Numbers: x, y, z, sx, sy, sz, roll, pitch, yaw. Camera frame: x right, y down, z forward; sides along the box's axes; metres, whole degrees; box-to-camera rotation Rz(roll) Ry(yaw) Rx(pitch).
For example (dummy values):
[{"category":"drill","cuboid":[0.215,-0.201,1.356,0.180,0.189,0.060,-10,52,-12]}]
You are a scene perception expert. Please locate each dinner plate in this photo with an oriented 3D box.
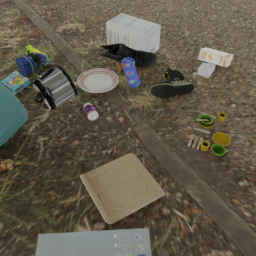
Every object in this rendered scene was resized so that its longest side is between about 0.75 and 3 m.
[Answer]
[{"category":"dinner plate","cuboid":[-1.386,-2.168,13.027,1.913,0.232,1.913,0,46,-1]}]

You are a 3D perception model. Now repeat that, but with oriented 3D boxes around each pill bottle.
[{"category":"pill bottle","cuboid":[-1.534,-0.696,11.433,0.437,0.437,0.777,-19,49,-17]}]

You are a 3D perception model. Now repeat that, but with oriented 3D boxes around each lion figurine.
[{"category":"lion figurine","cuboid":[-4.528,1.368,9.399,1.248,0.452,0.764,-12,13,-3]}]

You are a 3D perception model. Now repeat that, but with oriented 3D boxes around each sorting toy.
[{"category":"sorting toy","cuboid":[-0.196,1.874,9.016,2.134,0.389,1.975,-20,49,-24]}]

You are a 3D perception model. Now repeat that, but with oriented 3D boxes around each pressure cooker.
[{"category":"pressure cooker","cuboid":[-2.783,-1.380,10.314,1.477,1.299,1.319,-36,58,-16]}]

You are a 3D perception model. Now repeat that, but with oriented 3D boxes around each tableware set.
[{"category":"tableware set","cuboid":[3.250,0.115,10.719,1.478,0.337,2.194,19,48,17]}]

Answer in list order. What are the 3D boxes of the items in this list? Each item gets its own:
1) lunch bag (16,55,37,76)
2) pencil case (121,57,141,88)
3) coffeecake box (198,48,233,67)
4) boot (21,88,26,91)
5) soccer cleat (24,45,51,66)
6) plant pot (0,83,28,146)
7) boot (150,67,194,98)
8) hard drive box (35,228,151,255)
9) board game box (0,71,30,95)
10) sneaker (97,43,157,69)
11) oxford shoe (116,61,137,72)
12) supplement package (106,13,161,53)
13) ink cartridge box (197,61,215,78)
[{"category":"lunch bag","cuboid":[-4.915,-3.076,13.583,0.680,0.698,1.028,-30,51,-27]},{"category":"pencil case","cuboid":[0.137,-2.193,11.046,0.538,1.238,0.483,0,41,26]},{"category":"coffeecake box","cuboid":[4.354,-3.522,13.890,1.456,0.532,1.118,23,28,21]},{"category":"boot","cuboid":[-4.999,-1.965,12.813,0.575,0.298,0.881,-15,56,-17]},{"category":"soccer cleat","cuboid":[-4.664,-3.706,14.401,0.824,0.637,1.971,-2,31,-46]},{"category":"plant pot","cuboid":[-5.326,-0.264,9.480,2.909,2.909,2.335,18,60,17]},{"category":"boot","cuboid":[1.782,-2.081,12.614,2.019,0.729,1.525,-6,43,-14]},{"category":"hard drive box","cuboid":[-0.726,3.252,6.538,2.467,1.923,0.947,-2,45,-3]},{"category":"board game box","cuboid":[-5.103,-1.949,12.440,0.867,0.269,1.148,32,58,16]},{"category":"sneaker","cuboid":[-0.035,-2.924,11.194,2.221,1.158,0.667,12,85,31]},{"category":"oxford shoe","cuboid":[0.311,-3.125,13.819,1.753,0.625,0.625,-16,70,-9]},{"category":"supplement package","cuboid":[0.270,-4.902,14.874,2.536,1.389,1.442,28,52,24]},{"category":"ink cartridge box","cuboid":[3.788,-2.837,13.583,0.605,0.354,0.837,24,48,22]}]
